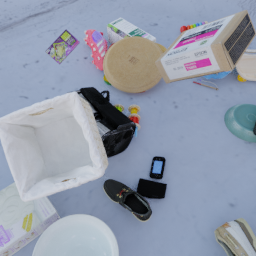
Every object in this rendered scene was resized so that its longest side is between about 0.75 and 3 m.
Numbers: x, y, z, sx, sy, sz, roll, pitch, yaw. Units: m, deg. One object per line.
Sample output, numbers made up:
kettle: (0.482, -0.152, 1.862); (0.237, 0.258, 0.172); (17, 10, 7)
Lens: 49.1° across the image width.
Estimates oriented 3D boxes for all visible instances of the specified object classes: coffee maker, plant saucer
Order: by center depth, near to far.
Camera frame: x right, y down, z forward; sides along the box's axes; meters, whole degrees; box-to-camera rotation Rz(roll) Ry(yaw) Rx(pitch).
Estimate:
coffee maker: (-0.942, -0.361, 10.707); (2.497, 1.751, 2.600); (-34, 60, -24)
plant saucer: (5.064, -0.331, 11.552); (2.053, 0.369, 2.053); (0, 52, 0)

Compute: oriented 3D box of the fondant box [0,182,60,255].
fondant box: (-3.692, 2.861, 8.831); (2.488, 0.725, 1.795); (-34, 59, -22)

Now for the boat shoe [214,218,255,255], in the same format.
boat shoe: (3.430, 4.034, 7.784); (1.000, 1.092, 2.923); (-16, 46, -5)

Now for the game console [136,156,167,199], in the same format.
game console: (0.934, 1.728, 10.045); (1.003, 0.205, 1.701); (11, 52, 8)

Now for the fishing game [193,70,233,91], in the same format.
fishing game: (3.954, -3.003, 12.728); (1.714, 0.372, 2.394); (21, 99, 15)

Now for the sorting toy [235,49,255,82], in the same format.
sorting toy: (6.106, -3.345, 13.428); (2.540, 1.357, 2.287); (6, 45, 4)

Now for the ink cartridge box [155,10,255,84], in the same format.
ink cartridge box: (2.586, -2.701, 9.536); (2.672, 1.004, 2.201); (-3, 39, 49)

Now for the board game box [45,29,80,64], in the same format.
board game box: (-1.828, -2.274, 7.857); (0.518, 0.140, 0.864); (42, 84, -4)

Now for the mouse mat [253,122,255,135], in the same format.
mouse mat: (5.779, -0.045, 11.142); (1.568, 0.073, 1.949); (35, 56, -3)

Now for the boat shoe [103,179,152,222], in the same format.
boat shoe: (-0.039, 2.296, 9.357); (1.994, 0.625, 0.730); (34, 61, 25)

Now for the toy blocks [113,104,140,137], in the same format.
toy blocks: (-0.106, -0.257, 11.385); (1.225, 0.534, 1.470); (2, 52, 1)

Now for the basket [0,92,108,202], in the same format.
basket: (-1.884, 0.497, 7.725); (2.269, 1.842, 2.290); (-19, 87, 5)

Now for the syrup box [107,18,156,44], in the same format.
syrup box: (0.156, -4.547, 14.402); (1.025, 1.060, 2.604); (-37, 60, -24)

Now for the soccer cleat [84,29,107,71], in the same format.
soccer cleat: (-1.390, -4.005, 14.106); (1.113, 0.971, 2.912); (-9, 52, -22)

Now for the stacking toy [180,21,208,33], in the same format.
stacking toy: (3.637, -5.489, 15.486); (1.501, 0.641, 0.641); (-7, 52, 3)

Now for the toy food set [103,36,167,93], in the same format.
toy food set: (0.275, -2.966, 12.927); (2.948, 0.725, 2.978); (23, 77, 10)

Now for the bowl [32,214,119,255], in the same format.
bowl: (-1.416, 3.743, 7.930); (2.345, 1.054, 2.345); (0, 53, 0)
